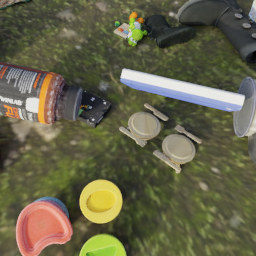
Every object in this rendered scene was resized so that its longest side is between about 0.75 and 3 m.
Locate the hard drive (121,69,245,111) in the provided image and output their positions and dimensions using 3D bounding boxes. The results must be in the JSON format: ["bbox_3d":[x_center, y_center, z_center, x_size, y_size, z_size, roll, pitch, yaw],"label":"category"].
[{"bbox_3d":[1.301,-0.901,6.905,2.673,1.763,0.339,15,96,11],"label":"hard drive"}]

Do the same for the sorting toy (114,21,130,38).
[{"bbox_3d":[-0.202,-3.372,9.499,0.780,0.115,0.577,32,62,18],"label":"sorting toy"}]

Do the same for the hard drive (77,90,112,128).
[{"bbox_3d":[-1.155,-0.571,7.596,1.188,0.225,0.830,26,60,15],"label":"hard drive"}]

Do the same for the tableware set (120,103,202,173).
[{"bbox_3d":[0.793,0.283,6.970,1.838,0.368,1.215,35,54,15],"label":"tableware set"}]

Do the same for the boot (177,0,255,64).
[{"bbox_3d":[3.127,-3.064,8.917,2.253,0.897,2.734,-18,63,-10],"label":"boot"}]

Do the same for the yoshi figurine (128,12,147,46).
[{"bbox_3d":[0.293,-3.178,9.009,0.649,0.646,1.154,4,65,6],"label":"yoshi figurine"}]

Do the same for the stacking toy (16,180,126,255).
[{"bbox_3d":[-1.027,2.152,5.726,2.103,0.888,1.903,-14,84,-6],"label":"stacking toy"}]

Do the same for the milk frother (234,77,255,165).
[{"bbox_3d":[3.892,-0.298,6.063,2.381,2.531,2.284,6,61,4],"label":"milk frother"}]

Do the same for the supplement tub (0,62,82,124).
[{"bbox_3d":[-2.392,-0.821,6.851,2.416,1.292,1.292,11,57,-3],"label":"supplement tub"}]

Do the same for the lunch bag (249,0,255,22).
[{"bbox_3d":[4.931,-3.734,9.306,1.153,0.864,1.359,-13,63,-4],"label":"lunch bag"}]

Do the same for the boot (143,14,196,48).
[{"bbox_3d":[1.320,-3.262,9.197,1.487,0.550,1.219,-19,57,-10],"label":"boot"}]

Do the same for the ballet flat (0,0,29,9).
[{"bbox_3d":[-4.103,-4.914,10.187,1.957,0.658,0.666,-33,63,-20],"label":"ballet flat"}]
